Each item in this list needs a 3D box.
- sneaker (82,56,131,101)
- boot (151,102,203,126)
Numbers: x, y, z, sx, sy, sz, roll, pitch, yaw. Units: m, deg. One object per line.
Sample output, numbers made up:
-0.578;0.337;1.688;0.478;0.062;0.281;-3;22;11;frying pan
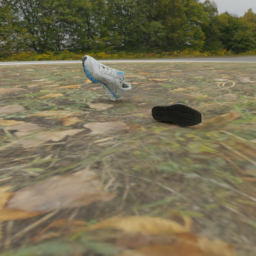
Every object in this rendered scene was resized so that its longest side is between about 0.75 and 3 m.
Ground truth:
-0.816;-2.267;11.887;1.190;1.029;2.745;-22;-35;25;sneaker
1.848;-0.597;9.157;1.259;0.705;1.820;-20;25;-41;boot
